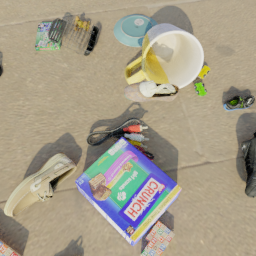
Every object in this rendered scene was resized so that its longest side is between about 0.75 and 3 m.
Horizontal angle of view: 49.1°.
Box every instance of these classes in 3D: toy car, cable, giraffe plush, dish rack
[{"bbox_3d":[2.755,-1.811,11.313,1.512,0.337,1.423,-12,62,-6],"label":"toy car"},{"bbox_3d":[-0.370,0.191,9.905,2.225,0.560,1.081,-1,101,-6],"label":"cable"},{"bbox_3d":[-2.095,-4.751,12.894,0.626,0.666,0.771,14,26,-4],"label":"giraffe plush"},{"bbox_3d":[-2.373,-4.050,12.120,2.000,0.546,1.534,20,59,-16],"label":"dish rack"}]

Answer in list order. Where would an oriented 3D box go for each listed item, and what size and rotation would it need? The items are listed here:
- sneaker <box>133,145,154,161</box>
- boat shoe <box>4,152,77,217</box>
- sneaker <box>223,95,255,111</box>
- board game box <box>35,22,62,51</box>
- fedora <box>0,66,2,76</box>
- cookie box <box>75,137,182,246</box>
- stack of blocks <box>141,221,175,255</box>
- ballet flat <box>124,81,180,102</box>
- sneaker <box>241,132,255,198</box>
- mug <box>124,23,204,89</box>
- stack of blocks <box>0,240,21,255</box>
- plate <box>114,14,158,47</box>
[{"bbox_3d":[0.437,0.925,9.695,0.934,0.349,0.377,33,36,12],"label":"sneaker"},{"bbox_3d":[-2.732,1.887,8.930,0.828,0.920,2.550,35,61,19],"label":"boat shoe"},{"bbox_3d":[4.308,-0.995,10.738,1.272,0.527,0.451,-13,63,-7],"label":"sneaker"},{"bbox_3d":[-3.581,-4.176,12.696,1.070,0.231,1.590,-2,61,-2],"label":"board game box"},{"bbox_3d":[-5.855,-2.441,11.528,1.241,0.567,1.241,0,61,0],"label":"fedora"},{"bbox_3d":[-0.001,1.923,8.836,2.548,0.957,2.179,40,69,19],"label":"cookie box"},{"bbox_3d":[0.829,3.433,8.366,0.629,0.320,1.093,34,67,18],"label":"stack of blocks"},{"bbox_3d":[0.764,-1.122,8.164,1.851,0.622,0.630,-5,74,-34],"label":"ballet flat"},{"bbox_3d":[4.287,1.051,9.411,1.258,0.924,2.781,30,61,19],"label":"sneaker"},{"bbox_3d":[1.232,-2.955,10.843,2.775,2.222,2.278,-3,36,-4],"label":"mug"},{"bbox_3d":[-3.924,3.704,8.159,1.409,0.413,0.811,28,65,14],"label":"stack of blocks"},{"bbox_3d":[0.404,-4.598,12.913,2.160,0.276,2.160,-1,61,1],"label":"plate"}]
